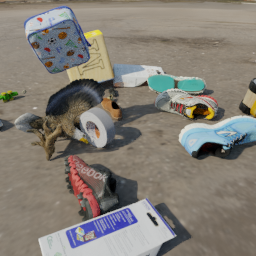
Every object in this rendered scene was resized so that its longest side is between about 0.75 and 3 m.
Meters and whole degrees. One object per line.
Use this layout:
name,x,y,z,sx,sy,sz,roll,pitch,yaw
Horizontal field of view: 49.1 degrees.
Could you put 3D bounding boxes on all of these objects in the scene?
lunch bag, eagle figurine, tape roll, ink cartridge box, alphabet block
lunch bag,-2.048,-2.612,8.562,1.647,2.055,0.776,-22,64,-1
eagle figurine,-2.075,-0.259,9.506,2.131,2.120,2.809,-9,35,27
tape roll,-1.045,-0.010,9.476,1.314,1.314,0.434,23,39,34
ink cartridge box,-0.418,2.468,5.930,2.636,0.517,1.311,-15,32,-21
alphabet block,-2.099,-3.500,14.173,2.188,2.228,2.176,-18,27,-5
ink cartridge box,0.572,-2.857,15.356,2.773,0.695,2.249,5,28,-6

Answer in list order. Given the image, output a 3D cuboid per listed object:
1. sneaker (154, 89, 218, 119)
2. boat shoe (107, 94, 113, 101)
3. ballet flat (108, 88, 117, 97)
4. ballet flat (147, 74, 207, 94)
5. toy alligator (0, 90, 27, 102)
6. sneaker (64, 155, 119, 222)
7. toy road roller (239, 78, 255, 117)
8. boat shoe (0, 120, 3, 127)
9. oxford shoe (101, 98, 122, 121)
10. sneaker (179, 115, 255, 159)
sneaker,2.353,-0.937,11.438,2.583,1.005,1.061,7,31,13
boat shoe,-0.886,-1.248,12.636,0.326,0.347,0.910,8,32,7
ballet flat,-0.759,-1.735,13.696,0.318,0.271,0.956,-34,27,6
ballet flat,2.349,-2.041,13.729,2.848,1.022,1.022,7,30,7
toy alligator,-5.490,-1.559,13.112,0.387,0.423,1.425,25,38,37
sneaker,-0.972,1.444,7.402,1.159,0.839,2.373,-13,33,-24
toy road roller,5.926,-1.125,11.445,2.354,1.447,1.719,-18,49,-27
boat shoe,-5.775,-0.384,10.761,2.164,0.694,0.797,15,33,24
oxford shoe,-0.666,-0.954,11.784,0.580,0.580,1.626,-16,37,-24
sneaker,3.185,0.480,9.154,2.847,1.116,1.280,-11,42,-2
